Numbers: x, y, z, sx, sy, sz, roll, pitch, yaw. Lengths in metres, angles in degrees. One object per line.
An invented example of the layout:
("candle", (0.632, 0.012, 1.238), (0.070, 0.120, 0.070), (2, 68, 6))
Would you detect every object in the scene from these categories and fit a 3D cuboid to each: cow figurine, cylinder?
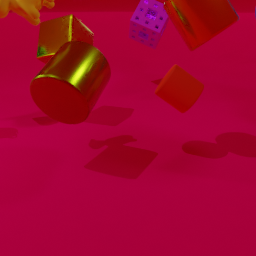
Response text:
("cow figurine", (-2.231, -2.651, 5.751), (1.111, 1.129, 0.620), (38, -11, -12))
("cylinder", (-1.136, -0.925, 5.730), (1.245, 1.245, 1.245), (9, 49, 18))
("cylinder", (1.492, -2.376, 5.771), (1.137, 1.137, 1.137), (-33, 6, 4))
("cylinder", (1.165, -0.889, 6.403), (0.816, 0.816, 0.816), (35, 27, -5))

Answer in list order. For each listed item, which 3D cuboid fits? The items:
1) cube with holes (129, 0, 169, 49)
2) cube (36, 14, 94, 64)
("cube with holes", (0.902, -4.363, 11.685), (1.276, 1.276, 1.276), (25, -14, 3))
("cube", (-1.806, -2.407, 8.202), (1.150, 1.150, 1.150), (-3, -13, 25))
